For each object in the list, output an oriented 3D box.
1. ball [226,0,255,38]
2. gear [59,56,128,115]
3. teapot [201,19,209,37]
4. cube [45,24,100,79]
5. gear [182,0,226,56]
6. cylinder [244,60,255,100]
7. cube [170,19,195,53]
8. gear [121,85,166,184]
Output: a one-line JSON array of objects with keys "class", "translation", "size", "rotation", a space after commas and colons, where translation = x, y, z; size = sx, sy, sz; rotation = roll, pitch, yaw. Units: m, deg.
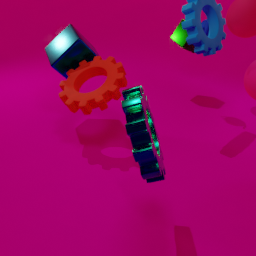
[{"class": "ball", "translation": [3.843, -3.579, 8.981], "size": [1.319, 1.319, 1.319], "rotation": [0, 29, 0]}, {"class": "gear", "translation": [-0.904, -1.131, 7.177], "size": [1.756, 0.325, 1.756], "rotation": [-11, 51, 14]}, {"class": "teapot", "translation": [2.430, -3.030, 8.496], "size": [0.515, 1.052, 0.654], "rotation": [0, 68, -19]}, {"class": "cube", "translation": [-1.558, -2.079, 8.115], "size": [1.099, 1.099, 1.099], "rotation": [-40, 46, 10]}, {"class": "gear", "translation": [2.015, -2.731, 7.319], "size": [1.624, 1.624, 0.300], "rotation": [-27, 17, -39]}, {"class": "cylinder", "translation": [3.454, -1.109, 6.558], "size": [1.171, 1.171, 1.171], "rotation": [5, 14, 8]}, {"class": "cube", "translation": [2.161, -3.276, 10.029], "size": [0.767, 0.767, 0.767], "rotation": [5, 39, -44]}, {"class": "gear", "translation": [0.258, 0.088, 4.265], "size": [0.268, 1.449, 1.449], "rotation": [-15, 27, 10]}]
